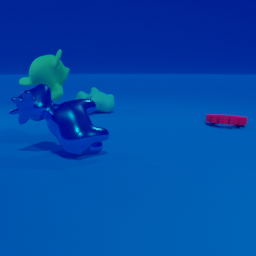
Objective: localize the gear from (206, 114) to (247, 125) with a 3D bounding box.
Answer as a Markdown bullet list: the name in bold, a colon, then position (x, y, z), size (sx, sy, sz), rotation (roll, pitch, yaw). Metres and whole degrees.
- **gear**: position (2.769, -0.242, 7.905), size (1.083, 0.200, 1.083), rotation (3, 7, 0)

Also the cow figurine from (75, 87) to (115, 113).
- **cow figurine**: position (-1.120, -0.879, 9.854), size (1.478, 0.811, 1.454), rotation (18, 24, -17)

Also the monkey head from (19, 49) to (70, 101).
- **monkey head**: position (-2.620, -1.654, 9.193), size (1.936, 1.393, 1.167), rotation (-28, -38, 22)

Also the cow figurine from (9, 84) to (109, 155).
- **cow figurine**: position (-1.257, -0.124, 5.077), size (1.496, 0.834, 1.520), rotation (-6, 54, -35)
